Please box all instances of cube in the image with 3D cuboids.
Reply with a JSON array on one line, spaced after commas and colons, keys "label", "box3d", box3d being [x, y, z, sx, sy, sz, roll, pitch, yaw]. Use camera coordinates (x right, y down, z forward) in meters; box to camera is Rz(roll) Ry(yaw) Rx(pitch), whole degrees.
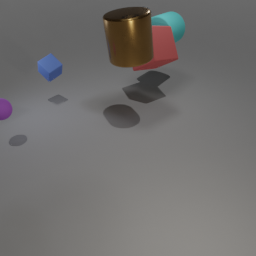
[{"label": "cube", "box3d": [-3.190, -2.463, 11.478, 0.700, 0.700, 0.700, 44, 64, 5]}, {"label": "cube", "box3d": [0.985, -3.266, 11.552, 1.400, 1.400, 1.400, -16, 3, -39]}]

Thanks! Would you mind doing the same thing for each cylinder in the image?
[{"label": "cylinder", "box3d": [1.667, -4.428, 12.681, 1.400, 1.400, 1.400, 21, 38, 28]}, {"label": "cylinder", "box3d": [0.036, -2.736, 8.408, 1.400, 1.400, 1.400, -5, 35, 4]}]

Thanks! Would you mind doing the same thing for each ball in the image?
[{"label": "ball", "box3d": [-4.028, -0.594, 8.846, 0.700, 0.700, 0.700, 0, 34, 0]}]
